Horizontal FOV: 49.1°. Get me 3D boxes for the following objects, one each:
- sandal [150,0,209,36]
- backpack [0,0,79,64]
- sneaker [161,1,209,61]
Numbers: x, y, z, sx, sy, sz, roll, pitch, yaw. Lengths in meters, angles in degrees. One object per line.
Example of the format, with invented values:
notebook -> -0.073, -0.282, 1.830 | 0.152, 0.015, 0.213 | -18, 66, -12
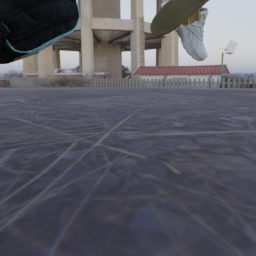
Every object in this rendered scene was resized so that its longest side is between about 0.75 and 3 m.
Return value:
sandal -> 1.384, -2.501, 5.897 | 0.691, 0.770, 2.101 | 10, -23, -33
backpack -> -2.432, -2.778, 6.335 | 1.904, 2.184, 2.484 | -5, 29, 45
sneaker -> 2.327, -3.492, 9.774 | 1.318, 2.653, 1.034 | -30, 38, 22
